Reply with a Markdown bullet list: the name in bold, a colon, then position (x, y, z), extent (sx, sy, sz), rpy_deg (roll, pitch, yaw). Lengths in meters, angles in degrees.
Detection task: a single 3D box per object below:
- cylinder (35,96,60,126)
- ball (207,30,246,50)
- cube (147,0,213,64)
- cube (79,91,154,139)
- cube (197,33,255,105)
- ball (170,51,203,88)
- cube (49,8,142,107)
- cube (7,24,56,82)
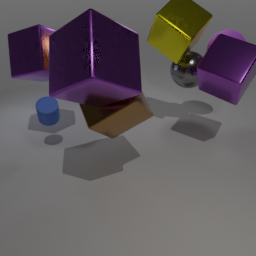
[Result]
- **cylinder**: position (-2.581, -0.543, 9.045), extent (0.700, 0.700, 0.700), rpy_deg (4, 55, -6)
- **ball**: position (3.596, -2.858, 10.235), extent (1.400, 1.400, 1.400), rpy_deg (0, 29, 0)
- **cube**: position (1.714, -3.366, 9.530), extent (1.400, 1.400, 1.400), rpy_deg (39, 68, 6)
- **cube**: position (-0.378, -0.739, 7.469), extent (1.400, 1.400, 1.400), rpy_deg (-29, 68, 14)
- **cube**: position (3.154, -1.827, 8.839), extent (1.400, 1.400, 1.400), rpy_deg (29, 79, 24)
- **ball**: position (2.318, -2.226, 10.720), extent (1.400, 1.400, 1.400), rpy_deg (0, 29, 0)
- **cube**: position (-0.697, -1.347, 5.917), extent (1.400, 1.400, 1.400), rpy_deg (-12, -14, 41)
- **cube**: position (-2.797, -2.327, 9.030), extent (1.400, 1.400, 1.400), rpy_deg (-3, 2, 29)
